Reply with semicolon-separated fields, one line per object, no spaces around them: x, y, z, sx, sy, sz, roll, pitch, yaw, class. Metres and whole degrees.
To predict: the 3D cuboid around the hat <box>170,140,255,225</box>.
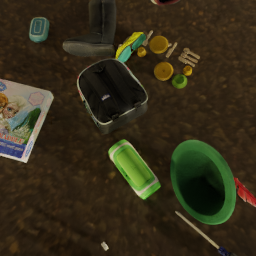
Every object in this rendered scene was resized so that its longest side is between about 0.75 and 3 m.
3.072;1.527;8.857;2.545;2.395;2.891;-13;101;-33;hat

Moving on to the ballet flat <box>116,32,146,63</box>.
-0.025;-3.175;10.979;0.594;0.592;1.771;30;66;28;ballet flat

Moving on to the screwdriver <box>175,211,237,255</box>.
2.557;3.451;8.421;2.795;0.407;0.390;40;72;10;screwdriver

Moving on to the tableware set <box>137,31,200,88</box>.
1.433;-2.587;10.776;2.329;0.357;1.569;31;86;10;tableware set

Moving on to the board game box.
-4.344;-0.386;9.859;2.614;0.538;2.608;14;69;5;board game box

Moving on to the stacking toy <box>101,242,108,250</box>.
-0.752;4.171;8.245;0.972;0.303;1.289;-36;75;-11;stacking toy

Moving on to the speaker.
0.194;1.318;9.056;0.844;0.844;1.908;-34;73;-12;speaker

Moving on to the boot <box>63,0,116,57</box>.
-1.465;-4.090;11.137;2.030;0.809;2.463;3;72;-9;boot

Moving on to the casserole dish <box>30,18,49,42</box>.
-3.652;-4.080;11.468;0.750;0.240;1.238;1;68;0;casserole dish

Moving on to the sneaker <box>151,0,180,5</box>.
2.218;-5.578;10.711;2.891;1.094;1.670;-32;35;19;sneaker

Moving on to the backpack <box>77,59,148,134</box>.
-0.581;-1.124;9.516;2.005;1.700;2.259;-30;75;-10;backpack
